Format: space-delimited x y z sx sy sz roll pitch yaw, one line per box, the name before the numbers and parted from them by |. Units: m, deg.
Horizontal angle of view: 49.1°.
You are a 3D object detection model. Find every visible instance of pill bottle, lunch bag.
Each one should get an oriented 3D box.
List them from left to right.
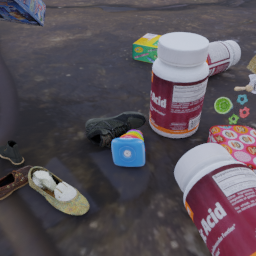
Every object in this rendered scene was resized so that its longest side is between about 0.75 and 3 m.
pill bottle | 1.409 -1.164 7.898 1.523 2.668 1.523 0 37 0
pill bottle | 3.325 -2.747 11.162 2.277 1.247 1.247 -22 42 -27
pill bottle | 1.988 1.586 5.244 1.519 1.519 2.660 -11 39 -13
lunch bag | 2.964 0.629 7.152 1.553 0.722 1.763 -1 37 -2

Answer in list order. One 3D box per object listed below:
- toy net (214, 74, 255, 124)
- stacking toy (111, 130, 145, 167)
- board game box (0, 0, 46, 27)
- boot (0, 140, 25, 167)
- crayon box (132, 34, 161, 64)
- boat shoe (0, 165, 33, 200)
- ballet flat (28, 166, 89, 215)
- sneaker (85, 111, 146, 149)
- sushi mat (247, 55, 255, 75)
toy net | 2.673 -0.712 6.403 0.259 1.343 0.705 2 48 -56
stacking toy | 0.147 0.367 7.634 0.856 0.809 1.474 1 22 14
board game box | -2.980 -2.983 6.102 1.945 0.600 1.944 6 -2 -6
boot | -3.119 0.513 7.335 1.007 0.696 0.390 21 42 26
crayon box | 1.679 -3.438 12.464 2.600 0.757 1.544 18 41 22
boat shoe | -2.701 1.230 6.643 0.406 0.405 1.152 20 41 27
ballet flat | -1.625 1.370 6.315 1.745 0.617 0.617 24 43 27
sneaker | -0.311 0.090 7.912 1.767 0.676 1.012 -9 40 -3
sushi mat | 3.189 -0.981 5.747 1.527 0.731 0.092 44 75 10
